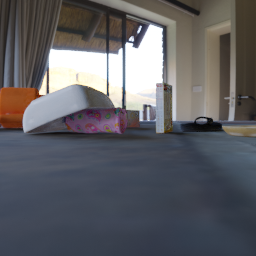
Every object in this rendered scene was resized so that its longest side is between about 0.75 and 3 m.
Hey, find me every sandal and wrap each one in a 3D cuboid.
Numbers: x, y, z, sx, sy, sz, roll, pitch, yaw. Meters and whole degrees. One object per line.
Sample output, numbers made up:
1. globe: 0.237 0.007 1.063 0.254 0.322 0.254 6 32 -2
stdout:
1. sandal: 2.361 -0.142 8.734 0.779 0.439 2.050 1 2 37

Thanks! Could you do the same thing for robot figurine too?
1. robot figurine: -4.503 -0.812 11.211 2.811 2.022 1.639 -1 -25 -15

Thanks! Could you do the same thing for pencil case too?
1. pencil case: -0.804 -0.197 6.995 1.570 0.686 0.686 2 2 20

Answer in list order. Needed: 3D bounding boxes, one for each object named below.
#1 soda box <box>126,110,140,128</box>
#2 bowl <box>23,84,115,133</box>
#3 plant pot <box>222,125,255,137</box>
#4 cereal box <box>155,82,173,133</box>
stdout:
1. soda box: -0.497 -0.370 10.997 2.146 0.734 0.682 -2 3 -43
2. bowl: -1.499 -0.511 7.096 1.995 0.746 1.998 -20 -2 17
3. plant pot: 2.900 0.062 6.113 1.612 0.221 1.612 -1 1 0
4. cereal box: 0.963 -0.522 7.382 0.254 1.285 0.924 -1 2 23
